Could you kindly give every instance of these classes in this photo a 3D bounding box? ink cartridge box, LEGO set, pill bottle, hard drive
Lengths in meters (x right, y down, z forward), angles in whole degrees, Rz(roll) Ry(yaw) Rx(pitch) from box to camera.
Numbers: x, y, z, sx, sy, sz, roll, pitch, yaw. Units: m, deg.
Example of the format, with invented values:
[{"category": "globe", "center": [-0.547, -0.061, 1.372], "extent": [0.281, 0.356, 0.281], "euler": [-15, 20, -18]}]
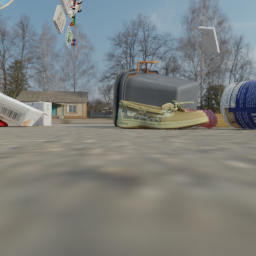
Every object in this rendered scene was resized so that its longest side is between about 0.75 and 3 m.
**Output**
[{"category": "ink cartridge box", "center": [-4.166, -0.641, 13.163], "extent": [1.913, 1.108, 0.638], "euler": [2, 1, 44]}, {"category": "LEGO set", "center": [-2.042, -3.790, 9.294], "extent": [0.633, 1.928, 2.580], "euler": [13, -8, 1]}, {"category": "pill bottle", "center": [2.683, -0.442, 5.152], "extent": [0.954, 0.954, 1.720], "euler": [-1, 1, -34]}, {"category": "ink cartridge box", "center": [-4.426, -0.787, 10.358], "extent": [2.342, 0.724, 2.888], "euler": [25, -5, -3]}, {"category": "hard drive", "center": [2.498, -2.708, 8.601], "extent": [0.106, 0.834, 0.550], "euler": [-43, 40, -18]}]

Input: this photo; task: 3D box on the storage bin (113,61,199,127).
[{"category": "storage bin", "center": [1.019, -1.019, 8.608], "extent": [1.828, 1.981, 2.722], "euler": [11, 17, 25]}]

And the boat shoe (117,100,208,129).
[{"category": "boat shoe", "center": [0.629, -0.301, 5.848], "extent": [2.055, 0.644, 0.753], "euler": [1, 1, 31]}]

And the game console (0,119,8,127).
[{"category": "game console", "center": [-5.243, -0.118, 8.681], "extent": [1.851, 1.274, 2.147], "euler": [-31, -3, 5]}]

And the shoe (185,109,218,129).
[{"category": "shoe", "center": [1.481, -0.211, 6.587], "extent": [0.635, 0.499, 1.396], "euler": [1, 6, -17]}]

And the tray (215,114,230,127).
[{"category": "tray", "center": [2.600, -0.254, 9.714], "extent": [2.469, 0.457, 1.218], "euler": [1, 2, 28]}]

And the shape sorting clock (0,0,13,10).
[{"category": "shape sorting clock", "center": [-2.907, -3.123, 5.232], "extent": [1.822, 1.822, 0.357], "euler": [-1, 7, -31]}]
